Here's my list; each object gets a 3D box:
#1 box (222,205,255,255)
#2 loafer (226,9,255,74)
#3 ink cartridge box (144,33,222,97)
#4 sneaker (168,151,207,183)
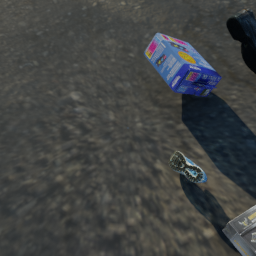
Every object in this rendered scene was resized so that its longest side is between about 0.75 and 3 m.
[{"bbox_3d":[2.609,1.968,5.141,1.370,0.331,1.085,-18,49,-29],"label":"box"},{"bbox_3d":[3.591,-2.387,7.885,0.734,2.031,0.739,-36,17,-11],"label":"loafer"},{"bbox_3d":[1.493,-1.546,7.343,1.332,0.745,1.953,1,47,-38],"label":"ink cartridge box"},{"bbox_3d":[1.287,0.886,6.058,0.404,0.463,1.030,-54,43,6],"label":"sneaker"}]
